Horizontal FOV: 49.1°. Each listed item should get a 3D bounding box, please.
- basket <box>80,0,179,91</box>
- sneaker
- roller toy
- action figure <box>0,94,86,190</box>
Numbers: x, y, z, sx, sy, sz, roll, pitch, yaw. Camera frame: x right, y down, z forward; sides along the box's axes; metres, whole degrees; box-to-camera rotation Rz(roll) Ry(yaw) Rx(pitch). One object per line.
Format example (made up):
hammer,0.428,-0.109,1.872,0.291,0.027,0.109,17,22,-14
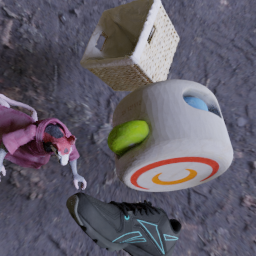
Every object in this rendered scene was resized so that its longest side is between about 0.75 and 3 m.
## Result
basket,0.118,-1.980,6.998,1.799,1.447,1.783,4,67,42
sneaker,0.036,1.733,5.217,1.089,1.036,2.748,-52,126,-6
roller toy,0.836,0.194,5.839,2.278,2.498,1.745,-9,59,4
action figure,-1.648,0.192,5.404,1.650,2.464,1.835,19,71,-40
